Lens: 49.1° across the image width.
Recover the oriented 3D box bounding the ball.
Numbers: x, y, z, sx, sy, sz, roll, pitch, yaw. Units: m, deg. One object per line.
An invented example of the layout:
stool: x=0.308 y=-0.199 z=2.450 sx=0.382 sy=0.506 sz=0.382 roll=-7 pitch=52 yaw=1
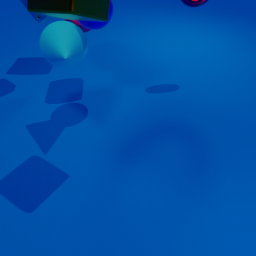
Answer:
ball: x=-0.894 y=-3.103 z=7.287 sx=1.031 sy=1.031 sz=1.031 roll=0 pitch=43 yaw=0

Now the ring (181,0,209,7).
ring: x=2.011 y=-4.131 z=8.207 sx=1.123 sy=1.123 sz=0.225 roll=-4 pitch=37 yaw=-4

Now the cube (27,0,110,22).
cube: x=-1.048 y=-2.591 z=5.090 sx=1.086 sy=1.086 sz=1.086 roll=15 pitch=19 yaw=28

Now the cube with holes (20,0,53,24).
cube with holes: x=-2.868 y=-4.369 z=9.561 sx=1.067 sy=1.067 sz=1.067 roll=-32 pitch=20 yaw=15

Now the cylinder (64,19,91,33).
cylinder: x=-1.363 y=-3.492 z=8.346 sx=1.095 sy=1.095 sz=1.095 roll=-11 pitch=11 yaw=-12

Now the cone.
cone: x=-1.533 y=-1.850 z=6.786 sx=1.228 sy=1.228 sz=1.232 roll=-9 pitch=31 yaw=-9
